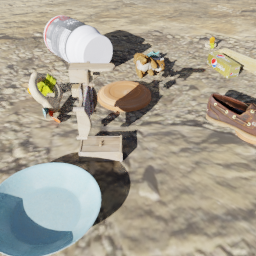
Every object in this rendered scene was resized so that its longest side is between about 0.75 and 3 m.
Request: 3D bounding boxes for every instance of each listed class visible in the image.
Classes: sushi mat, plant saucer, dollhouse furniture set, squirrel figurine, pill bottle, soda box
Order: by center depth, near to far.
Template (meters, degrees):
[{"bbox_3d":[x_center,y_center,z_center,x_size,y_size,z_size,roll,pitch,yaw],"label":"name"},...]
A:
[{"bbox_3d":[-1.695,1.651,5.715,2.320,0.447,2.320,1,36,0],"label":"plant saucer"},{"bbox_3d":[-0.695,-0.524,6.920,1.107,2.501,1.296,-1,36,-1],"label":"dollhouse furniture set"},{"bbox_3d":[3.660,0.088,8.062,1.074,0.173,1.074,0,37,0],"label":"plant saucer"},{"bbox_3d":[-0.121,-1.172,9.665,1.851,0.299,1.851,0,36,0],"label":"plant saucer"},{"bbox_3d":[0.864,-2.594,11.174,1.139,0.864,1.221,-8,40,-21],"label":"squirrel figurine"},{"bbox_3d":[3.854,-2.586,11.384,0.489,0.517,1.526,-12,38,-16],"label":"soda box"},{"bbox_3d":[-2.064,-3.484,11.582,1.726,1.726,2.979,-27,44,-31],"label":"pill bottle"},{"bbox_3d":[4.894,-2.912,12.126,1.247,0.158,2.608,-22,42,-26],"label":"sushi mat"}]

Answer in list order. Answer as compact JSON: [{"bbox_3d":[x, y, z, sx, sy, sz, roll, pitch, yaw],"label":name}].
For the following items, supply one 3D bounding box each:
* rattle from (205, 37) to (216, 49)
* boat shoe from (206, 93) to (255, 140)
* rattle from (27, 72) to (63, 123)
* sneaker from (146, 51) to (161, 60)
[{"bbox_3d":[4.049,-4.267,13.633,0.552,0.606,0.849,0,38,33],"label":"rattle"},{"bbox_3d":[3.300,-0.302,7.801,2.367,0.833,0.833,22,40,29],"label":"boat shoe"},{"bbox_3d":[-2.806,-0.765,8.982,1.316,1.199,1.842,-23,72,18],"label":"rattle"},{"bbox_3d":[1.030,-3.236,12.378,0.845,0.385,0.328,2,36,4],"label":"sneaker"}]
